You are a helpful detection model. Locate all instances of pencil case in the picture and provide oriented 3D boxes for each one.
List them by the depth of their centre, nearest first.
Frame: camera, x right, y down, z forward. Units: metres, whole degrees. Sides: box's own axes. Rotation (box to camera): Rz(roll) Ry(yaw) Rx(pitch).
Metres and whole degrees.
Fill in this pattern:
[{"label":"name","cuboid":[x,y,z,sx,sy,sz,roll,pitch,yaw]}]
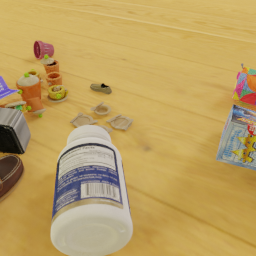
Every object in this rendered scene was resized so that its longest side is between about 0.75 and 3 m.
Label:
[{"label":"pencil case","cuboid":[4.698,-1.139,8.738,2.771,1.225,1.225,21,43,22]}]

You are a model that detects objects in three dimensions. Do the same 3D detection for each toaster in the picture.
[{"label":"toaster","cuboid":[-3.217,0.061,7.156,1.079,1.194,0.708,3,46,6]}]

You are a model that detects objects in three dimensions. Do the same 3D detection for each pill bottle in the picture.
[{"label":"pill bottle","cuboid":[-0.754,1.092,5.663,1.404,1.404,2.529,-5,38,-6]}]

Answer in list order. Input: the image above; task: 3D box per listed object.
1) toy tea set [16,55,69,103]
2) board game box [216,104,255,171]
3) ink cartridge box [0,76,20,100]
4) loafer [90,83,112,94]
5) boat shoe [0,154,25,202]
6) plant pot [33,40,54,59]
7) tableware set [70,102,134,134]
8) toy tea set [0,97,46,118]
[{"label":"toy tea set","cuboid":[-3.006,-1.854,9.753,1.594,0.992,2.681,-10,39,-12]},{"label":"board game box","cuboid":[3.157,0.374,6.094,2.845,0.877,2.843,25,20,30]},{"label":"ink cartridge box","cuboid":[-4.986,-0.779,8.062,2.720,0.590,2.694,7,34,40]},{"label":"loafer","cuboid":[-0.943,-1.433,9.787,0.865,0.292,0.329,16,41,19]},{"label":"boat shoe","cuboid":[-3.143,1.290,5.885,0.845,0.844,2.400,13,39,19]},{"label":"plant pot","cuboid":[-3.553,-3.318,11.908,0.683,0.763,0.763,-12,37,-39]},{"label":"tableware set","cuboid":[-0.780,-0.222,8.323,1.671,0.194,1.396,30,47,32]},{"label":"toy tea set","cuboid":[-3.513,-0.278,8.160,2.240,0.829,1.332,-14,11,-13]}]
